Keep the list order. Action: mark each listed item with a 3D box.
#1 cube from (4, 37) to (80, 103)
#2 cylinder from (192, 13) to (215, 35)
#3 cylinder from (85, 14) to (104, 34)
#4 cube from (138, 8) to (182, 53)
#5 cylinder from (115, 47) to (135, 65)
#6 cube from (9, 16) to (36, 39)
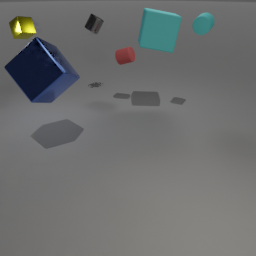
[{"bbox_3d":[-2.655,-1.756,8.880,1.400,1.400,1.400,-39,-2,10],"label":"cube"},{"bbox_3d":[2.945,-4.062,10.915,0.700,0.700,0.700,14,37,24],"label":"cylinder"},{"bbox_3d":[-1.621,-4.984,13.423,0.700,0.700,0.700,28,20,-12],"label":"cylinder"},{"bbox_3d":[1.248,-4.027,11.513,1.400,1.400,1.400,9,26,-5],"label":"cube"},{"bbox_3d":[-0.123,-3.342,12.968,0.700,0.700,0.700,-6,23,29],"label":"cylinder"},{"bbox_3d":[-4.402,-4.171,11.688,0.700,0.700,0.700,-11,6,40],"label":"cube"}]
